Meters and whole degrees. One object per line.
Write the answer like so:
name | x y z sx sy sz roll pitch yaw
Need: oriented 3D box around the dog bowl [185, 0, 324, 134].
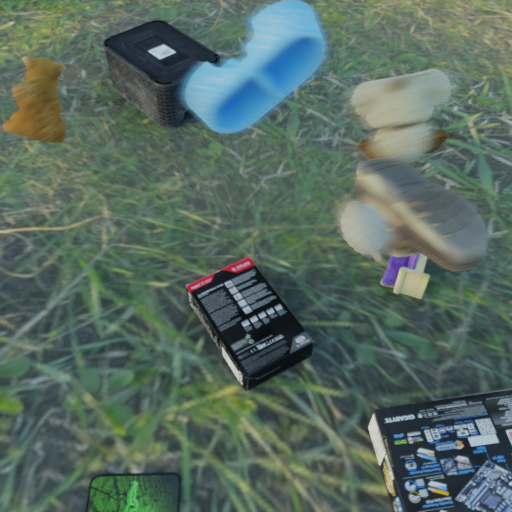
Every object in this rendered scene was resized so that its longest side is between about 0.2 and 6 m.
dog bowl | 0.029 -3.074 9.462 2.612 1.456 0.648 -37 67 17

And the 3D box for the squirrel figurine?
squirrel figurine | -3.303 -2.416 8.628 0.926 1.221 1.309 10 11 -26

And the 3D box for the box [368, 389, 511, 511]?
box | 3.265 3.361 8.159 2.639 0.656 2.620 -7 51 -6

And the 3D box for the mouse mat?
mouse mat | -1.811 3.984 8.023 1.394 0.065 1.732 -1 51 -1

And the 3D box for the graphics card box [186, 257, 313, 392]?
graphics card box | -0.150 1.156 10.076 1.405 0.570 2.240 -25 53 -20

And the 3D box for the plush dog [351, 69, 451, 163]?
plush dog | 2.695 -2.498 10.360 1.846 1.585 1.481 -5 17 17

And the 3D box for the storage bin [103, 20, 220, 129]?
storage bin | -2.414 -4.791 14.629 1.938 1.344 2.867 -34 57 -26

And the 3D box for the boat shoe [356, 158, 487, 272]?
boat shoe | 2.624 -0.573 9.244 1.164 1.145 3.124 -7 34 -14

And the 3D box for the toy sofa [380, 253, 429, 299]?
toy sofa | 3.073 -0.066 11.027 0.833 0.707 1.707 18 52 13

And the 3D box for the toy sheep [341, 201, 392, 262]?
toy sheep | 1.435 -0.335 7.358 0.627 0.627 0.909 -19 65 -15
